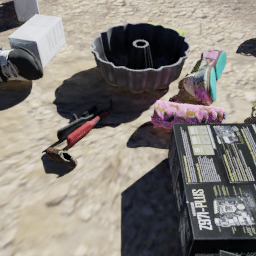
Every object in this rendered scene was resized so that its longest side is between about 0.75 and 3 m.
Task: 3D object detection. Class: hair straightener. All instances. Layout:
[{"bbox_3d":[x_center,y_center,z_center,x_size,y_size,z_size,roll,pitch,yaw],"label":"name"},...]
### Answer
[{"bbox_3d":[-1.095,-0.294,7.188,0.741,0.394,1.925,28,51,25],"label":"hair straightener"}]

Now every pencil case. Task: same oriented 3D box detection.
[{"bbox_3d":[1.469,-0.248,6.929,1.766,0.764,0.731,8,90,8],"label":"pencil case"}]

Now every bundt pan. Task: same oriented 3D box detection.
[{"bbox_3d":[0.355,-2.075,8.501,2.915,1.094,2.915,1,45,-1],"label":"bundt pan"}]

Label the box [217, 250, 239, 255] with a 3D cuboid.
[{"bbox_3d":[1.451,2.452,3.754,0.816,1.312,0.975,13,46,12],"label":"box"}]

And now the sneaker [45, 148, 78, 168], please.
[{"bbox_3d":[-1.505,0.590,6.340,0.879,0.332,0.310,21,48,20],"label":"sneaker"}]

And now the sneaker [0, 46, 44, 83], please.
[{"bbox_3d":[-3.786,-1.760,8.271,2.896,1.073,1.282,16,46,28],"label":"sneaker"}]

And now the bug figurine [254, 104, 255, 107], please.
[{"bbox_3d":[4.190,-0.264,7.057,1.630,0.541,2.102,-1,45,0],"label":"bug figurine"}]

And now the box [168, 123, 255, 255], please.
[{"bbox_3d":[1.922,1.118,5.274,2.027,1.066,2.476,-1,45,-1],"label":"box"}]

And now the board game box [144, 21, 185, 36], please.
[{"bbox_3d":[1.152,-3.464,10.393,1.649,0.393,0.838,24,49,22],"label":"board game box"}]

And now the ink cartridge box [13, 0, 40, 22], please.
[{"bbox_3d":[-4.492,-5.920,12.032,0.911,1.582,2.732,-13,46,-13],"label":"ink cartridge box"}]

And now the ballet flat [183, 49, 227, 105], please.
[{"bbox_3d":[2.199,-1.499,8.152,1.009,0.980,2.835,0,36,27],"label":"ballet flat"}]

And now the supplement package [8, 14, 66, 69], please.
[{"bbox_3d":[-2.986,-2.955,9.450,1.029,0.991,1.810,11,46,11],"label":"supplement package"}]
